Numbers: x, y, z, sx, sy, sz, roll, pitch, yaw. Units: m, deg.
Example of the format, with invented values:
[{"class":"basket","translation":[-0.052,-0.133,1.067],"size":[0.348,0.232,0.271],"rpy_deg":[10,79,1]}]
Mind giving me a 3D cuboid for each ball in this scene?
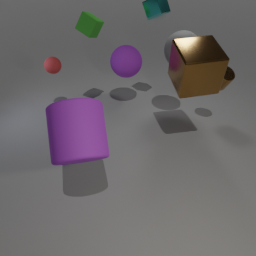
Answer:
[{"class":"ball","translation":[2.070,-2.952,10.587],"size":[1.400,1.400,1.400],"rpy_deg":[0,33,0]},{"class":"ball","translation":[-0.077,-2.910,12.255],"size":[1.400,1.400,1.400],"rpy_deg":[0,33,0]},{"class":"ball","translation":[-3.106,-2.590,11.568],"size":[0.700,0.700,0.700],"rpy_deg":[0,33,0]}]

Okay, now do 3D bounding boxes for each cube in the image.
[{"class":"cube","translation":[1.104,-4.680,10.835],"size":[0.700,0.700,0.700],"rpy_deg":[-7,20,43]},{"class":"cube","translation":[2.224,-2.003,9.168],"size":[1.400,1.400,1.400],"rpy_deg":[-8,49,-7]},{"class":"cube","translation":[-1.462,-3.938,10.709],"size":[0.700,0.700,0.700],"rpy_deg":[35,24,5]}]

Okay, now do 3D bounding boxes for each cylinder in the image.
[{"class":"cylinder","translation":[-1.235,0.122,6.874],"size":[1.400,1.400,1.400],"rpy_deg":[-9,-9,-1]},{"class":"cylinder","translation":[3.578,-1.896,10.670],"size":[0.700,0.700,0.700],"rpy_deg":[6,63,-12]}]
